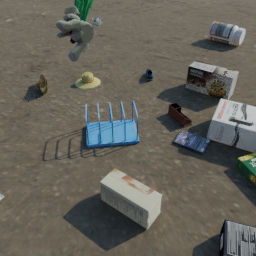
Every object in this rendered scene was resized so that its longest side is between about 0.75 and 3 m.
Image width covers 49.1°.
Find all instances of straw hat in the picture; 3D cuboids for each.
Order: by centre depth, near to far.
[{"bbox_3d":[-2.103,-2.593,14.545,1.344,0.569,1.344,0,38,0],"label":"straw hat"}]

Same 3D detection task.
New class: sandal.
[{"bbox_3d":[-4.351,-2.164,13.985,0.435,0.651,1.592,-21,41,1],"label":"sandal"}]

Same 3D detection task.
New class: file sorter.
[{"bbox_3d":[-0.658,-0.226,10.981,2.036,1.249,1.413,-5,38,-5],"label":"file sorter"}]

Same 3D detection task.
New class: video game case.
[{"bbox_3d":[2.491,0.534,10.928,1.237,0.117,0.883,20,42,25],"label":"video game case"}]

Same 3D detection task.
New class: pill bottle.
[{"bbox_3d":[6.621,-6.324,18.763,2.135,1.216,1.216,25,45,28],"label":"pill bottle"}]

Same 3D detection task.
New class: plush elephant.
[{"bbox_3d":[-1.954,-3.555,10.176,1.779,1.465,1.377,-44,44,-21],"label":"plush elephant"}]

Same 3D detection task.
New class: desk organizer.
[{"bbox_3d":[2.240,-0.585,12.061,0.433,0.465,1.209,-19,42,-22],"label":"desk organizer"}]

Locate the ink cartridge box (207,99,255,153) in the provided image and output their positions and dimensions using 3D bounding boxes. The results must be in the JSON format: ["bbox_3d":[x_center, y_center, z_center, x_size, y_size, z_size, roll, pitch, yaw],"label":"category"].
[{"bbox_3d":[4.530,-0.080,10.970,2.419,1.013,1.745,17,41,20],"label":"ink cartridge box"}]

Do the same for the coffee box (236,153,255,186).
[{"bbox_3d":[4.643,1.580,9.346,1.138,0.407,1.850,-13,40,-16],"label":"coffee box"}]

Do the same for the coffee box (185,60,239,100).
[{"bbox_3d":[4.043,-2.340,13.658,2.215,1.252,0.884,24,43,26],"label":"coffee box"}]

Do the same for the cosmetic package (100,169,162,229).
[{"bbox_3d":[0.074,2.065,8.341,1.761,0.910,0.768,26,45,28],"label":"cosmetic package"}]

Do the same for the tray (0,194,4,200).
[{"bbox_3d":[-4.289,2.350,8.626,0.459,0.095,0.856,17,42,22],"label":"tray"}]

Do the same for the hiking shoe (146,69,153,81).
[{"bbox_3d":[1.193,-2.967,15.093,0.402,0.468,1.080,-4,38,-5],"label":"hiking shoe"}]

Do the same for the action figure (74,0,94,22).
[{"bbox_3d":[-1.900,-4.862,11.549,0.946,1.601,0.438,9,13,-12],"label":"action figure"}]

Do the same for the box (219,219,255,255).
[{"bbox_3d":[2.954,3.094,7.213,1.063,0.660,1.072,11,39,13],"label":"box"}]
